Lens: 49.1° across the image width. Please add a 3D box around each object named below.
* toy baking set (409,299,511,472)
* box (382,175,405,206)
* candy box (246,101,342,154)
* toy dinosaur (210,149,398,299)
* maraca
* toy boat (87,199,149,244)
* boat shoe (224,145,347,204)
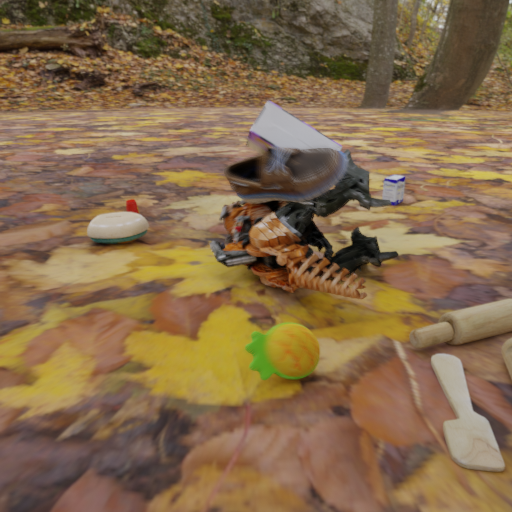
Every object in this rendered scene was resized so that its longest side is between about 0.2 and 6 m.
[{"bbox_3d":[2.849,1.085,5.562,3.253,0.378,2.497,-7,19,-20],"label":"toy baking set"},{"bbox_3d":[3.224,-1.537,13.112,0.326,0.621,0.571,11,21,31],"label":"box"},{"bbox_3d":[0.550,-1.792,9.104,1.327,0.566,1.582,30,1,-5],"label":"candy box"},{"bbox_3d":[0.637,-0.144,8.163,2.378,1.790,3.504,-20,47,-13],"label":"toy dinosaur"},{"bbox_3d":[0.278,0.951,5.561,0.834,0.571,0.446,-3,-22,-30],"label":"maraca"},{"bbox_3d":[-2.432,-0.553,10.370,1.108,0.612,1.318,-1,26,10],"label":"toy boat"},{"bbox_3d":[0.328,-1.146,7.736,1.883,0.680,0.681,-11,-30,38],"label":"boat shoe"}]
